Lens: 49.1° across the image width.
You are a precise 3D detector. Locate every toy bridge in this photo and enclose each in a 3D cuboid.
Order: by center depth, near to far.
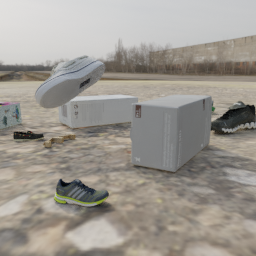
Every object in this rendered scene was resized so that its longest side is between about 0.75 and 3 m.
[{"bbox_3d":[-2.132,0.363,8.511,0.399,0.161,1.186,4,13,31],"label":"toy bridge"}]

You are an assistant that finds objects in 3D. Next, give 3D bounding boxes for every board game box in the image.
[{"bbox_3d":[-5.665,-0.388,10.267,2.106,0.917,2.854,2,13,13],"label":"board game box"}]

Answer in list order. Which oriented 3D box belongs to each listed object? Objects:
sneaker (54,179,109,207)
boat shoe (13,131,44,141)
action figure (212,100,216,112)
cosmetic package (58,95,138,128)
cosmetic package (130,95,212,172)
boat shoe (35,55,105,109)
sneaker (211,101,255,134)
[{"bbox_3d":[-0.793,1.066,4.708,0.952,0.385,0.352,1,12,6],"label":"sneaker"},{"bbox_3d":[-3.135,0.235,8.840,0.929,0.291,0.340,-1,12,-11],"label":"boat shoe"},{"bbox_3d":[2.990,-1.211,14.392,2.615,0.715,1.545,2,-2,0],"label":"action figure"},{"bbox_3d":[-1.200,-0.756,11.538,2.970,1.058,1.506,-7,14,-30],"label":"cosmetic package"},{"bbox_3d":[1.222,-0.034,7.220,1.267,1.501,2.811,6,15,27],"label":"cosmetic package"},{"bbox_3d":[-1.901,-1.600,8.762,0.972,1.065,2.958,35,47,12],"label":"boat shoe"},{"bbox_3d":[3.760,-0.424,10.008,2.352,1.064,0.782,-7,13,-30],"label":"sneaker"}]
